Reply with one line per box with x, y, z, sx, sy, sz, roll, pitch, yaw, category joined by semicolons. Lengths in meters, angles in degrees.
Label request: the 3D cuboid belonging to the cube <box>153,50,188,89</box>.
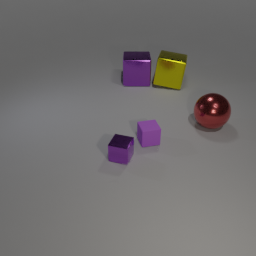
2.152;-2.966;14.194;1.400;1.400;1.400;12;33;7;cube

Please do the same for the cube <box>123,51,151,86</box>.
0.453;-3.083;14.553;1.400;1.400;1.400;0;33;0;cube

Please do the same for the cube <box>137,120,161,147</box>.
0.757;0.190;10.229;0.700;0.700;0.700;-7;33;-11;cube

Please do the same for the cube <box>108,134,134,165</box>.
-0.227;0.715;9.451;0.700;0.700;0.700;10;35;15;cube

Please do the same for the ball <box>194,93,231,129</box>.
3.267;-0.659;10.882;1.400;1.400;1.400;0;33;0;ball
